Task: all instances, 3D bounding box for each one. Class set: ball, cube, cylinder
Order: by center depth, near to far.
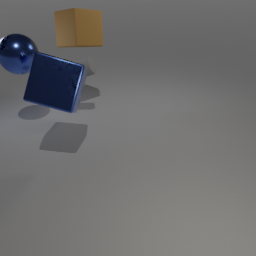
[{"bbox_3d":[-2.098,-1.299,8.383,1.400,1.400,1.400,15,3,-6],"label":"cube"},{"bbox_3d":[-3.860,-2.593,9.868,1.400,1.400,1.400,0,29,0],"label":"ball"},{"bbox_3d":[-1.705,-2.397,11.150,0.700,0.700,0.700,-14,25,17],"label":"cylinder"},{"bbox_3d":[-2.008,-4.051,11.483,1.400,1.400,1.400,14,22,42],"label":"cube"}]
